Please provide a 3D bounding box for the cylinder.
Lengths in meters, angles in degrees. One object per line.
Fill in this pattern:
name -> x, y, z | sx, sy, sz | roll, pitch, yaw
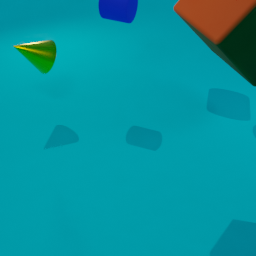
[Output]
cylinder -> -0.240, -3.149, 7.157 | 0.788, 0.788, 0.788 | 17, 42, 15

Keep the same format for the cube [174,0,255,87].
cube -> 1.740, -1.672, 4.106 | 1.297, 1.297, 1.297 | 27, 26, -40

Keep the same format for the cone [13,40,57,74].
cone -> -2.530, -1.989, 7.308 | 0.949, 0.945, 0.945 | 9, 25, -45
